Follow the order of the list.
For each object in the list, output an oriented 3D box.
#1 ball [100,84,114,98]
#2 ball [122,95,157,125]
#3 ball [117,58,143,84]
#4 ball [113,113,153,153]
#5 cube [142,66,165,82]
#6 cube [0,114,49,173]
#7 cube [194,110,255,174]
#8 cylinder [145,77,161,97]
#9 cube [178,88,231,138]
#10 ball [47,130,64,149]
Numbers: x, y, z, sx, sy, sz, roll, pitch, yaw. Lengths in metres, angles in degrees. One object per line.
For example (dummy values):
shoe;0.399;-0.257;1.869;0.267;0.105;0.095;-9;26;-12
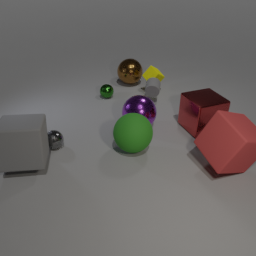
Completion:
ball;-1.064;-1.847;14.023;0.700;0.700;0.700;0;31;0
ball;0.456;-0.631;11.320;1.400;1.400;1.400;0;31;0
ball;0.109;-3.102;15.396;1.400;1.400;1.400;0;31;0
ball;0.177;0.171;9.867;1.400;1.400;1.400;0;31;0
cube;1.311;-2.663;14.409;0.700;0.700;0.700;9;40;-54
cube;-3.379;0.440;9.010;1.400;1.400;1.400;-3;23;-9
cube;3.261;0.456;8.835;1.400;1.400;1.400;4;40;-35
cylinder;1.192;-1.952;13.455;0.700;0.700;0.700;5;44;8
cube;3.006;-0.629;11.279;1.400;1.400;1.400;-12;34;-18
ball;-2.708;0.425;10.233;0.700;0.700;0.700;0;31;0
